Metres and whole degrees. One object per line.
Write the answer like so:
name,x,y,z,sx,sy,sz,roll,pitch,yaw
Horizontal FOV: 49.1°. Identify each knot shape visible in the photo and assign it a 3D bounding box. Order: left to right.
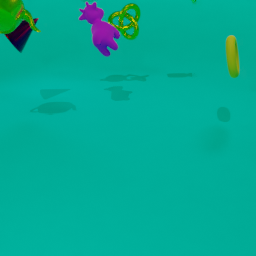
knot shape,-0.012,-3.899,10.063,1.248,1.168,0.577,34,17,-10

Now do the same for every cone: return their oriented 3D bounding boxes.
cone,-3.180,-3.057,8.568,1.074,1.070,1.070,-35,34,-2

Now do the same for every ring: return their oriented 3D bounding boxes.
ring,2.683,-1.815,7.164,0.215,1.073,1.073,-5,24,27

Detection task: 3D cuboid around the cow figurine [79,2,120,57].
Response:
cow figurine,-0.888,-2.987,8.388,0.775,1.389,1.412,-31,38,31

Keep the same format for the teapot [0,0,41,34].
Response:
teapot,-3.003,-2.716,6.614,1.885,1.172,0.923,8,64,-23

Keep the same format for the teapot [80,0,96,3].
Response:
teapot,-1.184,-4.580,9.145,1.515,0.742,0.942,-24,18,-15

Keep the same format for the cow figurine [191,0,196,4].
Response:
cow figurine,1.773,-4.683,9.519,1.313,1.292,0.721,-18,52,17
